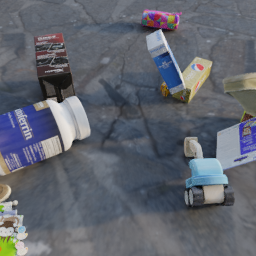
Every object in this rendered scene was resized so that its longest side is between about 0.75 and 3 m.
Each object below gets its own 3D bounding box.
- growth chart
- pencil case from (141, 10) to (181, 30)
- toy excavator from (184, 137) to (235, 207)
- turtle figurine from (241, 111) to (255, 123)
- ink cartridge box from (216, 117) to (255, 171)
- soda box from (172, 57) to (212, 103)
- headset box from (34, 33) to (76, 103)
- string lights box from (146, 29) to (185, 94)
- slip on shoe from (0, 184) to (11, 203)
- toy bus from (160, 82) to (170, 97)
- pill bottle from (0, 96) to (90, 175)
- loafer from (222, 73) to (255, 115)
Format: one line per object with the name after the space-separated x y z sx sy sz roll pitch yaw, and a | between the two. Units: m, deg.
-3.355 2.768 7.284 1.394 0.171 1.927 -12 49 -13 | growth chart
1.742 -5.779 14.861 2.067 0.914 0.914 8 47 9 | pencil case
2.122 1.146 8.055 1.074 2.092 2.151 -1 75 0 | toy excavator
5.025 -0.138 9.567 2.105 0.841 2.610 19 27 23 | turtle figurine
3.476 0.538 8.524 0.366 1.669 1.685 40 45 -23 | ink cartridge box
2.624 -2.000 11.404 0.749 0.708 2.212 25 51 22 | soda box
-2.649 -1.931 10.341 1.122 2.163 2.907 -10 47 -10 | headset box
1.365 -2.318 9.938 0.597 2.026 1.041 -22 40 18 | string lights box
-4.254 1.828 7.912 1.719 0.521 0.653 -2 47 -2 | slip on shoe
1.652 -1.725 11.390 0.414 0.344 1.058 25 51 22 | toy bus
-2.799 0.133 8.697 2.983 1.726 1.726 -22 51 -20 | pill bottle
3.993 -0.943 8.714 2.973 1.125 1.015 10 81 -38 | loafer
